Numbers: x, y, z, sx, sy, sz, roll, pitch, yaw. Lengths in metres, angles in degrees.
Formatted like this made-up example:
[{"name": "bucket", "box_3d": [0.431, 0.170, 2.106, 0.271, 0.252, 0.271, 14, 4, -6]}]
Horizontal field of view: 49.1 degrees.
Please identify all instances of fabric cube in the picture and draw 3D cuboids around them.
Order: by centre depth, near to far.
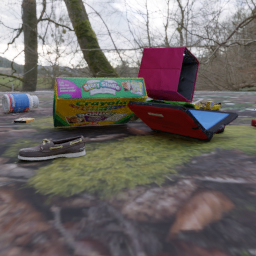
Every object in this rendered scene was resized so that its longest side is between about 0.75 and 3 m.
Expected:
[{"name": "fabric cube", "box_3d": [1.652, -2.154, 11.503, 1.833, 1.839, 1.804, 9, -4, 34]}]

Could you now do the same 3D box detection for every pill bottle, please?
[{"name": "pill bottle", "box_3d": [-5.997, -1.411, 15.707, 1.793, 1.006, 1.006, -9, 13, -41]}]

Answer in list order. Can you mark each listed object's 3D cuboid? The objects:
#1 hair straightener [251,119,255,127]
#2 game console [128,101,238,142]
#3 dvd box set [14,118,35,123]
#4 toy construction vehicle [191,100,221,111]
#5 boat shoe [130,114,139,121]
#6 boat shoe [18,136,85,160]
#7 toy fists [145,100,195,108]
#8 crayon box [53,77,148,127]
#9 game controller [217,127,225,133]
[{"name": "hair straightener", "box_3d": [5.033, -0.063, 9.712, 0.613, 0.326, 1.594, -2, 10, -14]}, {"name": "game console", "box_3d": [1.660, -0.572, 8.754, 2.189, 1.508, 2.540, 41, -17, -33]}, {"name": "dvd box set", "box_3d": [-4.397, -0.320, 11.886, 0.568, 0.114, 0.777, 2, 10, 7]}, {"name": "toy construction vehicle", "box_3d": [3.715, -1.137, 14.615, 2.316, 0.816, 2.016, -5, 11, -26]}, {"name": "boat shoe", "box_3d": [0.279, -0.847, 12.996, 0.740, 0.789, 2.192, 6, 13, 19]}, {"name": "boat shoe", "box_3d": [-1.704, 0.447, 6.327, 1.482, 0.441, 0.532, -3, 10, -20]}, {"name": "toy fists", "box_3d": [1.701, -0.807, 12.545, 2.635, 0.906, 1.343, -5, 17, -37]}, {"name": "crayon box", "box_3d": [-1.106, -0.842, 9.827, 2.882, 0.840, 2.487, -4, -17, -18]}, {"name": "game controller", "box_3d": [2.337, -0.086, 9.960, 2.098, 0.442, 1.094, 4, 25, 23]}]
